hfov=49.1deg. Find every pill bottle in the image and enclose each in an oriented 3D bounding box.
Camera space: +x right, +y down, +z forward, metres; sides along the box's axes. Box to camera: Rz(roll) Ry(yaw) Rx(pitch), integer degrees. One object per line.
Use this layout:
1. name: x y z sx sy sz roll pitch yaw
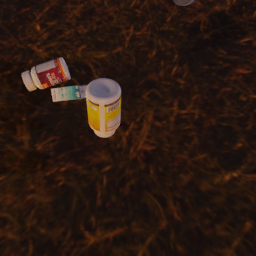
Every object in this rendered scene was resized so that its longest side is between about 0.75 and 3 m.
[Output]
1. pill bottle: -2.165 -1.408 7.446 1.136 0.622 0.622 -21 64 -3
2. pill bottle: -0.531 -0.392 6.240 0.739 1.353 0.739 2 51 -2

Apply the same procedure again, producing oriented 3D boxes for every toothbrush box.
1. toothbrush box: -1.504 -0.928 7.431 0.837 0.613 0.357 -5 99 19

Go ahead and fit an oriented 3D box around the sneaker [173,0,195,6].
1. sneaker: 1.636 -3.525 6.238 0.802 0.892 2.168 8 70 43
